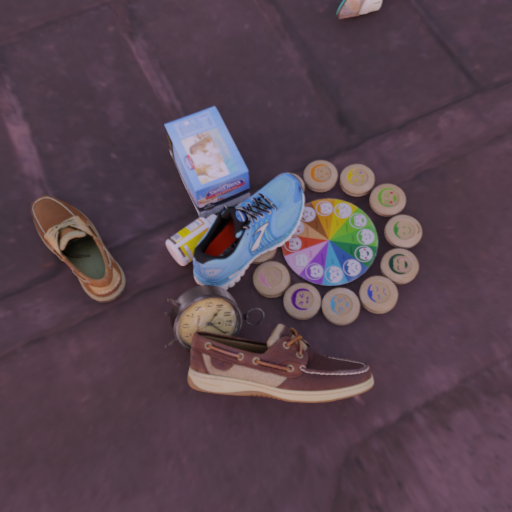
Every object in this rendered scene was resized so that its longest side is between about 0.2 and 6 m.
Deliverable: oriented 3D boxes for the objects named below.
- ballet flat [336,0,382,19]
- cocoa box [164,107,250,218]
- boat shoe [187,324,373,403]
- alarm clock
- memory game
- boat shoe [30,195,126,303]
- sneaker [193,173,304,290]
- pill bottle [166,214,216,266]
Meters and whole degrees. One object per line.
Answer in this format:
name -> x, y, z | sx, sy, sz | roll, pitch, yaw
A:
ballet flat -> 2.543, -5.790, 12.231 | 0.693, 0.702, 2.061 | 35, 72, 5
cocoa box -> -0.886, -1.704, 10.225 | 1.047, 1.030, 1.569 | -22, 68, -9
boat shoe -> 0.379, 1.577, 8.640 | 2.867, 1.034, 1.032 | 3, 96, 6
alarm clock -> -0.658, 1.013, 9.087 | 1.637, 1.104, 0.545 | 0, 25, -16
memory game -> 1.314, -0.328, 9.952 | 3.250, 0.207, 3.250 | -2, 67, 4
boat shoe -> -3.099, -0.251, 9.681 | 0.887, 0.866, 2.344 | -41, 72, -16
sneaker -> -0.093, -0.502, 9.405 | 0.982, 1.127, 2.505 | 36, 73, 23
pill bottle -> -1.053, -0.305, 9.883 | 1.000, 0.547, 0.547 | -36, 71, -15
